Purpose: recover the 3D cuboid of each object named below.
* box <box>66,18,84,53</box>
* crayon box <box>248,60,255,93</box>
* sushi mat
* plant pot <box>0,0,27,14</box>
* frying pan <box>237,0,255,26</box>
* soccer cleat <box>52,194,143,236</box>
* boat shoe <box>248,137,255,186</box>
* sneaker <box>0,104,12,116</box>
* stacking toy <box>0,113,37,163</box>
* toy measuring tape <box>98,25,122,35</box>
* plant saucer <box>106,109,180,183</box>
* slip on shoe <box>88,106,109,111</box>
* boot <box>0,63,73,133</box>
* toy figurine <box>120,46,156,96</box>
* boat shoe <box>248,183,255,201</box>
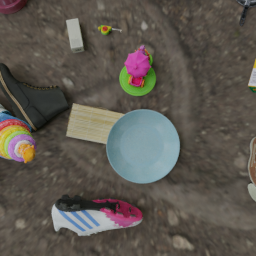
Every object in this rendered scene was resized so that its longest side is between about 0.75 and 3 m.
[{"bbox_3d":[-1.727,-3.029,9.197,0.423,0.352,1.031,-10,79,-2],"label":"box"},{"bbox_3d":[3.150,-1.518,5.431,1.057,0.519,1.780,17,93,36],"label":"crayon box"},{"bbox_3d":[-0.764,-0.046,8.576,2.153,0.130,1.030,11,94,-2],"label":"sushi mat"},{"bbox_3d":[-4.107,-4.655,9.062,1.383,1.238,1.383,0,79,0],"label":"plant pot"},{"bbox_3d":[3.952,-4.376,9.530,1.013,0.273,1.675,38,78,7],"label":"frying pan"},{"bbox_3d":[-0.883,2.575,7.972,2.531,0.884,1.093,9,108,-5],"label":"soccer cleat"},{"bbox_3d":[3.929,0.977,8.251,0.601,0.570,1.587,4,74,-6],"label":"boat shoe"},{"bbox_3d":[-4.861,0.300,8.267,1.166,1.104,2.886,38,74,13],"label":"sneaker"},{"bbox_3d":[-2.185,0.340,5.624,1.565,0.859,0.909,18,80,49],"label":"stacking toy"},{"bbox_3d":[-0.613,-3.200,9.276,0.795,0.292,0.292,13,79,3],"label":"toy measuring tape"},{"bbox_3d":[0.438,0.536,8.352,2.171,0.418,2.171,0,92,-4],"label":"plant saucer"},{"bbox_3d":[-1.071,-0.516,8.737,1.013,0.307,0.385,12,79,2],"label":"slip on shoe"},{"bbox_3d":[-2.926,-1.211,8.674,1.617,0.905,2.338,-30,94,-10],"label":"boot"},{"bbox_3d":[0.372,-1.921,8.430,1.182,1.449,1.575,16,79,3],"label":"toy figurine"},{"bbox_3d":[3.918,2.029,8.299,0.311,0.331,0.921,-21,69,-42],"label":"boat shoe"}]
